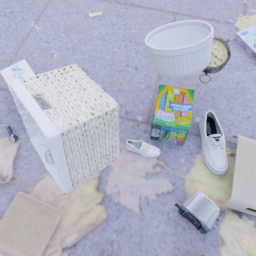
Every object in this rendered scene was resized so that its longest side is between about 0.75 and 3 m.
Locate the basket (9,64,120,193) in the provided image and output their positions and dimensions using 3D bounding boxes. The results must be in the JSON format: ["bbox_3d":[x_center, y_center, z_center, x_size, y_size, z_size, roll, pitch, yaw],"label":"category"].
[{"bbox_3d":[-1.737,-0.096,8.162,2.098,2.608,2.585,-28,53,-23],"label":"basket"}]

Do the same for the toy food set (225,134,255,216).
[{"bbox_3d":[4.752,1.784,10.461,2.086,0.878,2.907,19,64,-3],"label":"toy food set"}]

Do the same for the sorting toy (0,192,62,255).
[{"bbox_3d":[-3.894,3.315,9.782,2.681,0.395,1.982,22,69,8],"label":"sorting toy"}]

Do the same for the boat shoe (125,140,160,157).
[{"bbox_3d":[0.580,0.783,11.075,1.431,0.496,0.507,12,63,6],"label":"boat shoe"}]

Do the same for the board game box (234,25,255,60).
[{"bbox_3d":[6.588,-4.311,13.854,1.848,0.380,1.844,-24,65,-12],"label":"board game box"}]

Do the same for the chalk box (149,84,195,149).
[{"bbox_3d":[1.708,-0.295,11.115,1.462,1.472,2.358,10,64,6],"label":"chalk box"}]

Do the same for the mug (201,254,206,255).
[{"bbox_3d":[2.068,5.297,8.319,1.695,2.255,2.541,46,71,-18],"label":"mug"}]

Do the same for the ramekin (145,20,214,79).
[{"bbox_3d":[1.718,-2.568,9.250,2.195,1.152,2.195,-10,38,8],"label":"ramekin"}]

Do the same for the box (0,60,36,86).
[{"bbox_3d":[-4.215,-1.539,11.865,1.153,1.280,2.275,-32,66,-16],"label":"box"}]

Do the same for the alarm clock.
[{"bbox_3d":[3.115,-2.601,10.740,1.389,0.686,2.060,16,73,5],"label":"alarm clock"}]

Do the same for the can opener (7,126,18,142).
[{"bbox_3d":[-4.789,0.241,11.568,0.258,0.204,0.776,-11,57,-46],"label":"can opener"}]

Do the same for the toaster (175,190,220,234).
[{"bbox_3d":[2.455,2.875,9.790,1.470,0.835,0.949,39,65,22],"label":"toaster"}]

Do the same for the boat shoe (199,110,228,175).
[{"bbox_3d":[3.408,0.513,11.016,0.929,0.849,2.583,0,62,0],"label":"boat shoe"}]
